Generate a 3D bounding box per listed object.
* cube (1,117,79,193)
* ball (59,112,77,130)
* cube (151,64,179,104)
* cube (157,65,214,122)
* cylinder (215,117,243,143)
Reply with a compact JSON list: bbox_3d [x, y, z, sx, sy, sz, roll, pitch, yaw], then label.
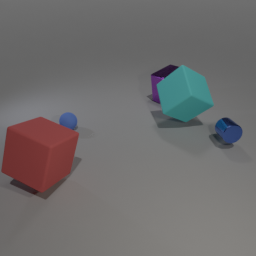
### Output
[{"bbox_3d":[-2.429,0.674,7.844,1.400,1.400,1.400,22,20,15],"label":"cube"},{"bbox_3d":[-2.329,-0.261,10.927,0.700,0.700,0.700,0,30,0],"label":"ball"},{"bbox_3d":[2.067,-1.949,13.019,1.400,1.400,1.400,-32,40,-31],"label":"cube"},{"bbox_3d":[2.161,-1.269,10.725,1.400,1.400,1.400,16,53,-38],"label":"cube"},{"bbox_3d":[3.494,0.075,9.754,0.700,0.700,0.700,-4,24,-7],"label":"cylinder"}]
